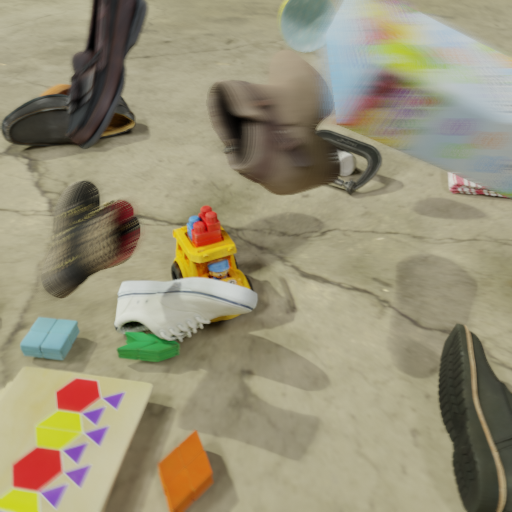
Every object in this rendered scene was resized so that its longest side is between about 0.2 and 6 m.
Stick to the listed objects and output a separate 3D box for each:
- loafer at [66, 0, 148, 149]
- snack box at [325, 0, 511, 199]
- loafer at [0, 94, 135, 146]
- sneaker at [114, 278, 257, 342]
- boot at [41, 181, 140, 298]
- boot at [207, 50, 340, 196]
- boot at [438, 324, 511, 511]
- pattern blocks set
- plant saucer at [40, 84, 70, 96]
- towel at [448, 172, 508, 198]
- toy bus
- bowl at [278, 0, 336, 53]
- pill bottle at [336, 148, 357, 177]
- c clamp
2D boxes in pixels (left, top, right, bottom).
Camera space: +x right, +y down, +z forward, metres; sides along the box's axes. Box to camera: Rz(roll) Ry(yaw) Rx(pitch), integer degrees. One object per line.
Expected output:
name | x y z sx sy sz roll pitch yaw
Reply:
loafer | -2.751 -3.318 9.484 1.110 0.972 3.087 -7 63 44
snack box | 2.221 -2.008 6.774 2.647 0.896 2.232 19 43 -17
loafer | -4.534 -3.309 13.771 3.207 1.167 1.159 -23 46 -27
sneaker | -1.033 0.816 7.944 2.373 0.867 0.840 -5 69 34
boot | -1.934 -0.371 6.743 1.225 0.595 1.627 -21 48 35
boot | 0.179 -2.112 8.019 2.049 0.985 2.803 4 57 -44
boot | 3.168 1.970 6.709 1.642 0.920 2.374 6 49 1
pattern blocks set | -2.448 2.371 6.435 3.880 0.358 4.414 11 37 15
plant saucer | -5.329 -3.927 14.461 0.282 1.507 1.507 48 42 -9
towel | 5.155 -1.667 12.208 1.934 0.289 1.415 9 36 8
toy bus | -0.698 0.048 8.755 1.047 1.480 1.542 -15 39 -22
bowl | 0.913 -4.480 10.560 1.105 1.105 0.595 -5 36 -7
pill bottle | 1.806 -2.239 12.733 0.542 0.542 0.959 -16 39 -21
c clamp | 1.542 -1.930 12.200 2.167 0.294 1.851 20 67 22
